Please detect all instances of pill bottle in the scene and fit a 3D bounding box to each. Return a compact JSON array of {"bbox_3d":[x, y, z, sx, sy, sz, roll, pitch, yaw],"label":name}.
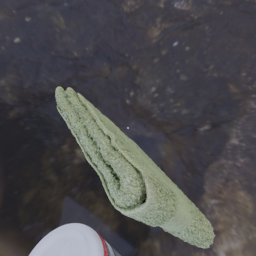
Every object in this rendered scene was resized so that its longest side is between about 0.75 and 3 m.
[{"bbox_3d":[-0.330,2.055,3.360,1.061,1.831,1.061,-23,34,17],"label":"pill bottle"}]

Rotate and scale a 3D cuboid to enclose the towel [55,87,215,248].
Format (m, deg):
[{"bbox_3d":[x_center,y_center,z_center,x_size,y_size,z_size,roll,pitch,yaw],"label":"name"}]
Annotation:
[{"bbox_3d":[-0.018,0.466,3.841,0.470,1.910,2.575,-47,42,2],"label":"towel"}]
